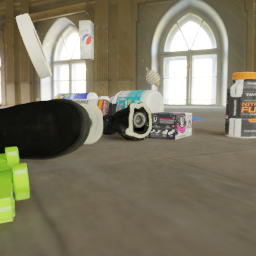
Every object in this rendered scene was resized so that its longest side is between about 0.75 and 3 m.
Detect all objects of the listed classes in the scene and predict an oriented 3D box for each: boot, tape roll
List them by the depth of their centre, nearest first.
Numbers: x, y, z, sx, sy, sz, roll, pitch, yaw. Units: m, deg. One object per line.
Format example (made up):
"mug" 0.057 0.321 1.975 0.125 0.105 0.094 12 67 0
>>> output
"boot" -2.270 0.111 4.476 2.915 1.097 2.179 -10 -3 13
"tape roll" -4.044 -3.502 12.177 0.507 2.773 2.773 -21 9 -9

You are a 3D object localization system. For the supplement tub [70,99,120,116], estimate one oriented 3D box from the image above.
"supplement tub" -1.480 -0.656 11.998 2.217 1.185 1.185 1 6 9

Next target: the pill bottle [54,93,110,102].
"pill bottle" -2.374 -1.109 14.723 2.709 1.518 1.518 0 6 8

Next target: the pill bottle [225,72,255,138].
"pill bottle" 3.560 -0.718 8.634 1.045 1.968 1.045 0 6 0

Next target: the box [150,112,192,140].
"box" 1.350 -0.111 8.602 0.885 0.769 1.340 4 7 32

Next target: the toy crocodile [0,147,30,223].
"toy crocodile" -1.455 0.607 3.051 0.638 0.583 1.889 -7 12 -26

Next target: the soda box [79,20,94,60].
"soda box" -1.833 -3.859 12.402 0.521 1.643 0.561 1 6 8

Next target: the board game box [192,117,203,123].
"board game box" 2.900 -0.300 13.204 1.287 0.251 1.017 -8 13 -21

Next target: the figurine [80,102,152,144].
"figurine" -0.938 -0.072 8.153 2.435 1.048 2.376 -3 -2 -29

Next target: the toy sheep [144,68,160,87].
"toy sheep" 1.419 -2.983 16.479 0.882 1.279 0.882 -40 6 5

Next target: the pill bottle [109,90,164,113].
"pill bottle" 0.292 -1.148 14.679 2.921 1.618 1.618 4 7 40
